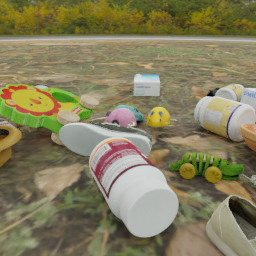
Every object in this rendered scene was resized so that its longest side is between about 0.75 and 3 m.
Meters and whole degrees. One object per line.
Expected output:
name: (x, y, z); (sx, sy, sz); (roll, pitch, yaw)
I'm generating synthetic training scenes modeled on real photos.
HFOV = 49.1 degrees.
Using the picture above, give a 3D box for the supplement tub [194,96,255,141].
supplement tub: (2.952, -0.338, 8.653); (1.130, 1.130, 1.555); (-14, 26, -31)

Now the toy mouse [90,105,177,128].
toy mouse: (-0.023, -0.404, 8.958); (2.637, 0.574, 2.968); (4, 9, 21)

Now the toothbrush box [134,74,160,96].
toothbrush box: (0.896, -2.086, 13.487); (1.207, 0.703, 1.649); (1, 22, 2)

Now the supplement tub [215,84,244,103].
supplement tub: (4.159, -1.290, 11.301); (0.885, 0.885, 1.217); (19, 29, 38)

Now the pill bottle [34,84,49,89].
pill bottle: (-3.277, -1.049, 10.529); (1.036, 1.036, 1.853); (-6, 23, -15)

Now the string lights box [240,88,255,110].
string lights box: (5.570, -1.060, 10.496); (2.568, 0.757, 1.319); (-6, 20, -33)

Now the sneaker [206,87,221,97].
sneaker: (3.873, -1.595, 12.667); (0.636, 0.424, 1.110); (10, 29, 7)

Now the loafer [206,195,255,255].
loafer: (2.090, 1.782, 3.856); (0.930, 0.839, 2.458); (-14, 26, -31)

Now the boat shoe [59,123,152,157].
boat shoe: (-0.580, 0.299, 7.584); (2.479, 0.876, 0.789); (11, 24, 4)

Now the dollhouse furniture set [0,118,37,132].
dollhouse furniture set: (-4.005, -0.203, 8.691); (1.951, 0.864, 1.011); (-18, 28, -37)

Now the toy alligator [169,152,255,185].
toy alligator: (2.041, 0.879, 6.482); (2.184, 0.525, 0.724); (5, 24, 14)

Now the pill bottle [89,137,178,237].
pill bottle: (0.040, 1.027, 5.328); (1.130, 1.130, 1.980); (-9, 24, -20)

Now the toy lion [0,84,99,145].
toy lion: (-2.503, -0.676, 8.663); (2.555, 0.915, 2.666); (27, 26, 4)

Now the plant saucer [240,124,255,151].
plant saucer: (4.150, 0.472, 6.879); (2.753, 0.515, 2.753); (10, 12, -2)

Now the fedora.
fedora: (-3.537, 0.578, 6.915); (1.873, 0.764, 1.873); (-4, 25, 2)
